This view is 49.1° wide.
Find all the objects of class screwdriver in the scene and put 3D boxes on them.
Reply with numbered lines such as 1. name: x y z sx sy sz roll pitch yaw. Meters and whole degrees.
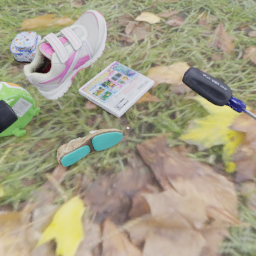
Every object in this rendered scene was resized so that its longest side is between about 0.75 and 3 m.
1. screwdriver: 2.138 -0.184 4.696 2.804 0.391 0.408 31 25 -2

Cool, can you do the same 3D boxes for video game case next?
1. video game case: -0.371 -1.361 9.355 1.737 0.226 1.909 32 59 23

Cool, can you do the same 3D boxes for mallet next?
1. mallet: -2.601 -0.090 5.255 0.722 0.451 2.193 -41 18 -24

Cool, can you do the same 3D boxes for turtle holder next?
1. turtle holder: -3.565 -0.451 8.060 1.307 1.841 1.398 43 30 27

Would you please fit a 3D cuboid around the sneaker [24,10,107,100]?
1. sneaker: -1.456 -1.765 6.519 0.988 1.072 2.430 41 96 22

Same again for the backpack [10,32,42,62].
1. backpack: -3.693 -2.930 10.220 1.112 0.900 1.168 -6 54 9

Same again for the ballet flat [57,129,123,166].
1. ballet flat: -1.086 0.389 7.734 1.924 0.678 0.628 -22 42 -21
